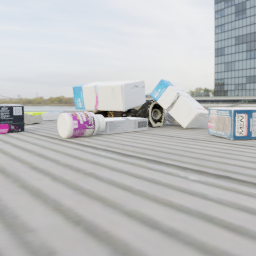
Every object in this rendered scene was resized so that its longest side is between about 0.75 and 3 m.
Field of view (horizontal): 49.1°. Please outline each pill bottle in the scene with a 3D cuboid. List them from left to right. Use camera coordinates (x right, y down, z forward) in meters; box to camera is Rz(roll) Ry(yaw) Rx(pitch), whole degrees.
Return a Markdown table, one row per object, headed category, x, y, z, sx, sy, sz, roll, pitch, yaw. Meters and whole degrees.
| category | x | y | z | sx | sy | sz | roll | pitch | yaw |
| --- | --- | --- | --- | --- | --- | --- | --- | --- | --- |
| pill bottle | -1.319 | -0.101 | 8.113 | 1.277 | 0.717 | 0.717 | -5 | 7 | -39 |

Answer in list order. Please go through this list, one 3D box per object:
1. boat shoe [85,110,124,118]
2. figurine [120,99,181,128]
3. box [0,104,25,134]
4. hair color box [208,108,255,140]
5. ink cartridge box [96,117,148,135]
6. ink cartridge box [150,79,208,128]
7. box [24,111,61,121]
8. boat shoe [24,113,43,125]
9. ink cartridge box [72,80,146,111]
| category | x | y | z | sx | sy | sz | roll | pitch | yaw |
| --- | --- | --- | --- | --- | --- | --- | --- | --- | --- |
| boat shoe | -1.120 | -0.596 | 13.864 | 2.236 | 0.803 | 0.666 | -7 | 13 | -28 |
| figurine | 1.324 | -0.621 | 12.838 | 2.669 | 1.149 | 2.604 | -2 | 1 | -30 |
| box | -4.247 | -0.308 | 9.196 | 0.819 | 0.944 | 1.428 | 3 | 6 | 30 |
| hair color box | 3.922 | -0.176 | 8.112 | 2.812 | 0.851 | 1.406 | -1 | 5 | -10 |
| ink cartridge box | -0.662 | -0.136 | 9.972 | 1.883 | 0.472 | 2.169 | 7 | 8 | 41 |
| ink cartridge box | 2.028 | -0.942 | 10.937 | 1.977 | 0.849 | 1.448 | 49 | 24 | 22 |
| box | -5.045 | -0.712 | 16.541 | 1.332 | 0.521 | 2.185 | 4 | 6 | 39 |
| boat shoe | -4.654 | -0.388 | 13.101 | 0.466 | 0.547 | 1.637 | -12 | -4 | 20 |
| ink cartridge box | -0.876 | -1.614 | 13.693 | 2.946 | 1.247 | 2.129 | 3 | 15 | 33 |
